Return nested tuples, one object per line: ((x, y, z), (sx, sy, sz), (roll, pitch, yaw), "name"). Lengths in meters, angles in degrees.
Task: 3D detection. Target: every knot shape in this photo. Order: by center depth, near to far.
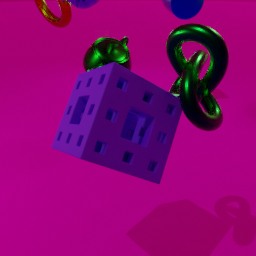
((0.747, -0.562, 3.235), (0.533, 1.153, 1.079), (-10, 9, 0), "knot shape")

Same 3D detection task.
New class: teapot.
((-0.405, -1.368, 5.631), (1.017, 0.801, 1.635), (32, 53, 4), "teapot")

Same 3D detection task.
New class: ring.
((-2.480, -4.074, 9.106), (1.677, 1.677, 0.335), (22, 54, 36), "ring")

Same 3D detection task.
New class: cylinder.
((1.628, -3.898, 8.413), (1.008, 1.008, 1.008), (-5, 36, -9), "cylinder")

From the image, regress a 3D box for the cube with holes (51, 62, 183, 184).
((-0.140, -0.031, 3.238), (0.968, 0.968, 0.968), (23, -9, -30), "cube with holes")

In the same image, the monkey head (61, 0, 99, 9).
((-1.077, -3.325, 6.209), (1.016, 1.212, 1.685), (13, 51, 17), "monkey head")
